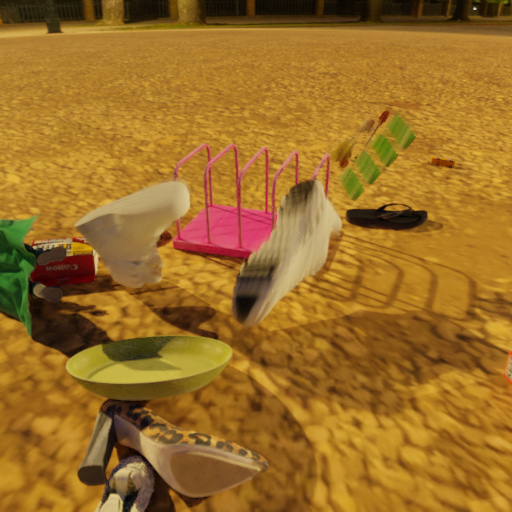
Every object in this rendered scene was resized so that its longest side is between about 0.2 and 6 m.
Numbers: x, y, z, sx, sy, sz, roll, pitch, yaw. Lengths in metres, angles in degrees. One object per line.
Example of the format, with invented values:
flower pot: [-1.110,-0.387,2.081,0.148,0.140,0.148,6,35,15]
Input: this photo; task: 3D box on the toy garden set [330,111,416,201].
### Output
toy garden set: [1.981,-1.958,10.117,0.305,1.529,1.275,22,33,-34]

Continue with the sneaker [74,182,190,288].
sneaker: [-1.815,-0.277,9.527,2.645,1.529,0.974,-11,26,42]

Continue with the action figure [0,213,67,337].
action figure: [-4.428,0.011,9.738,3.273,1.933,0.895,15,7,41]

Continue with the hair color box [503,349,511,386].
hair color box: [4.035,1.833,7.158,0.844,0.509,1.663,-5,29,-8]

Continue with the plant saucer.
plant saucer: [-1.381,1.475,7.425,2.142,0.333,2.142,-3,7,0]

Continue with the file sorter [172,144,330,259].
file sorter: [-0.037,-1.174,11.422,2.879,1.805,2.000,8,30,15]

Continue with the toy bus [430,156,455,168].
toy bus: [5.325,-2.680,15.940,0.672,0.219,0.263,14,30,26]

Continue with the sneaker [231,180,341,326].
sneaker: [0.581,0.069,9.135,1.019,1.099,2.712,4,55,51]

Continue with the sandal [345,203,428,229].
sandal: [2.922,-0.924,12.452,1.833,0.393,0.697,0,28,1]

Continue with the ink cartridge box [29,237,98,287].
ink cartridge box: [-3.592,0.096,10.434,1.176,0.493,1.033,-5,29,-11]

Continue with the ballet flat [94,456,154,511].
ballet flat: [-1.405,2.570,5.820,0.531,0.531,1.481,2,28,4]

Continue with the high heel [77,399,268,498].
high heel: [-0.910,2.062,6.610,2.073,0.740,1.478,2,20,-2]
